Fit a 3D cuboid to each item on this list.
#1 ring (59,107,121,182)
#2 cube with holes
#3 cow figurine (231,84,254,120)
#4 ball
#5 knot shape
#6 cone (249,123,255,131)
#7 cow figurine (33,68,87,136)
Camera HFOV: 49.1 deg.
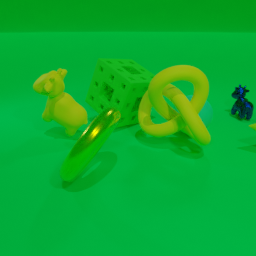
[{"bbox_3d":[-0.685,0.299,5.205,0.329,1.643,1.643,36,25,0],"label":"ring"},{"bbox_3d":[-0.128,-1.050,8.074,1.379,1.379,1.379,-13,45,-46],"label":"cube with holes"},{"bbox_3d":[3.618,-0.836,8.812,0.548,0.983,0.999,9,15,-15],"label":"cow figurine"},{"bbox_3d":[1.706,-0.344,7.417,1.052,1.052,1.052,0,21,0],"label":"ball"},{"bbox_3d":[1.148,-0.327,6.253,1.837,1.964,0.907,48,52,3],"label":"knot shape"},{"bbox_3d":[3.178,0.025,6.152,1.023,1.020,1.020,8,22,6],"label":"cone"},{"bbox_3d":[-1.577,-0.623,6.813,1.533,1.509,0.842,35,50,-7],"label":"cow figurine"}]
